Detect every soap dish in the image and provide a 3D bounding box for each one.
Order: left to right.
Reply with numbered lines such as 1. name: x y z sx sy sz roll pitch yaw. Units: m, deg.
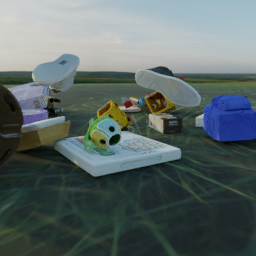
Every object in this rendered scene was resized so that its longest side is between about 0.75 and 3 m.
1. soap dish: -2.579 0.166 7.936 1.589 0.645 1.250 -10 7 32

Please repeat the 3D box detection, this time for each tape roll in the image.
1. tape roll: -4.254 -0.373 11.425 1.905 0.625 1.905 0 11 0

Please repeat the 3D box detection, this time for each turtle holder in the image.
1. turtle holder: -0.622 0.142 6.967 1.024 0.778 0.727 3 23 -45

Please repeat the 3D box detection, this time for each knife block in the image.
1. knife block: -4.444 -1.256 15.192 2.326 0.848 2.650 1 11 3

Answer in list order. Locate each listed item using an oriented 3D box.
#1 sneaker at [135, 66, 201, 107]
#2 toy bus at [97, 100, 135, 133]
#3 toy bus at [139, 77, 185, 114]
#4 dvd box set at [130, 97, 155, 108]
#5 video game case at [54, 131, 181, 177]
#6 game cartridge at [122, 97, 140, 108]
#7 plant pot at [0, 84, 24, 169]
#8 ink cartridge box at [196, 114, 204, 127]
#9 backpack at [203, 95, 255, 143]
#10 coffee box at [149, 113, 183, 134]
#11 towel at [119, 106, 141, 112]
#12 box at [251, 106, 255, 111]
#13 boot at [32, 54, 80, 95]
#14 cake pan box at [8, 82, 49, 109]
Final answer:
1. sneaker: 1.918 -1.914 12.018 2.974 1.052 1.475 28 35 21
2. toy bus: -0.371 -0.206 9.368 1.424 1.344 0.736 1 31 -9
3. toy bus: 2.140 -1.571 15.216 2.678 1.384 2.527 -25 -1 -7
4. dvd box set: 0.829 -1.507 16.961 1.147 0.231 1.568 19 5 -18
5. video game case: -0.394 0.561 7.596 2.470 0.321 2.714 -7 13 -32
6. game cartridge: 0.207 -1.429 15.872 0.898 0.276 1.350 20 1 12
7. plant pot: -4.065 -0.226 6.200 2.776 2.805 2.805 16 18 30
8. ink cartridge box: 4.189 -0.330 11.652 2.198 0.476 2.158 5 12 29
9. backpack: 3.314 -0.354 9.244 1.434 1.481 1.765 2 9 -3
10. coffee box: 1.421 -0.201 10.753 0.780 0.551 1.380 -4 12 -19
11. towel: -0.065 -1.048 15.753 1.264 0.213 1.324 -5 12 -18
12. box: 5.324 -0.329 10.113 0.962 1.048 2.993 10 15 41
13. boot: -2.731 -1.840 10.864 1.068 1.388 2.904 22 32 7
14. cake pan box: -5.234 -1.390 13.475 2.696 0.705 2.483 -16 27 -7
